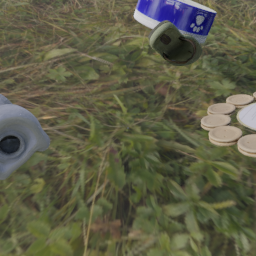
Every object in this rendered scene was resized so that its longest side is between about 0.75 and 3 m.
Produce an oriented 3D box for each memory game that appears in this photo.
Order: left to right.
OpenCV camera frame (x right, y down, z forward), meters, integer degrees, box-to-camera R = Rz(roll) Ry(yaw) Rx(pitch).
[{"bbox_3d":[2.289,-0.145,4.202,2.332,0.149,2.332,-9,24,4],"label":"memory game"}]

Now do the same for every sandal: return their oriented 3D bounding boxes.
[{"bbox_3d":[1.185,-1.804,6.537,0.605,0.842,2.119,49,26,24],"label":"sandal"}]

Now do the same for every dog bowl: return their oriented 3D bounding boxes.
[{"bbox_3d":[1.351,-3.299,8.124,2.244,0.884,2.244,15,30,-9],"label":"dog bowl"}]

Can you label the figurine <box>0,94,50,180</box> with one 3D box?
[{"bbox_3d":[-2.825,-0.505,4.668,1.136,2.639,2.575,-54,37,-1],"label":"figurine"}]
